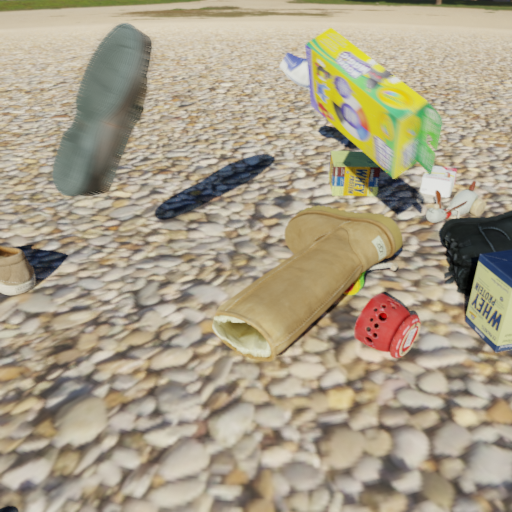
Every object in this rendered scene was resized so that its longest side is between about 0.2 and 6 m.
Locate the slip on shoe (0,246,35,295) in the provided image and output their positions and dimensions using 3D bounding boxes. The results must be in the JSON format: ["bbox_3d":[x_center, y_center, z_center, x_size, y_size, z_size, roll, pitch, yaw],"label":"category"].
[{"bbox_3d":[-5.383,0.019,10.991,2.567,0.778,0.976,19,35,30],"label":"slip on shoe"}]

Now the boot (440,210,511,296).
[{"bbox_3d":[4.953,-0.076,10.977,2.633,0.974,2.158,-3,27,9],"label":"boot"}]

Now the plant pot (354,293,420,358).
[{"bbox_3d":[2.113,1.143,8.938,0.790,0.867,0.867,31,41,35],"label":"plant pot"}]

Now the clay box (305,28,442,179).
[{"bbox_3d":[1.732,-2.230,8.555,0.575,1.388,2.415,-35,62,-9],"label":"clay box"}]

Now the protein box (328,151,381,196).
[{"bbox_3d":[2.583,-2.195,14.872,1.209,0.822,1.218,1,29,2],"label":"protein box"}]

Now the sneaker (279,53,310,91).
[{"bbox_3d":[1.654,-4.550,13.780,1.960,1.132,0.792,34,32,-8],"label":"sneaker"}]

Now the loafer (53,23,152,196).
[{"bbox_3d":[-2.459,-2.352,9.446,0.975,3.100,1.114,2,40,-49],"label":"loafer"}]

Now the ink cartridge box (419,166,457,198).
[{"bbox_3d":[4.860,-2.000,14.912,0.780,0.448,1.074,12,32,21],"label":"ink cartridge box"}]

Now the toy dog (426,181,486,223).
[{"bbox_3d":[4.795,-1.302,13.328,1.078,0.788,1.635,20,35,32],"label":"toy dog"}]

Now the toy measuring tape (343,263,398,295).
[{"bbox_3d":[1.966,0.445,10.306,1.422,0.523,0.523,-10,20,35],"label":"toy measuring tape"}]

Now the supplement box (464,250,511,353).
[{"bbox_3d":[4.380,0.687,9.205,1.364,1.363,0.916,-7,30,-12],"label":"supplement box"}]

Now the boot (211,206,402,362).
[{"bbox_3d":[0.522,0.332,10.000,3.420,1.131,2.996,-36,18,-29],"label":"boot"}]
